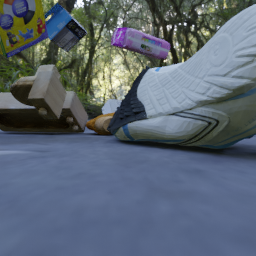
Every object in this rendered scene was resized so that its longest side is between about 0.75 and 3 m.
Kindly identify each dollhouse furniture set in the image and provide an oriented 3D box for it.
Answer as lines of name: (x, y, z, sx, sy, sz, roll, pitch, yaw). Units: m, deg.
dollhouse furniture set: (-2.096, -0.064, 4.069, 2.152, 1.844, 2.263, 1, -33, 14)

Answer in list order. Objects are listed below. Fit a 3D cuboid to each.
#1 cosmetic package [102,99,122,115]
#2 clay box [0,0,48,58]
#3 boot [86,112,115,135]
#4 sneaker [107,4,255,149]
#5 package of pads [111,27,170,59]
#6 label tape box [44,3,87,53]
cosmetic package: (-0.523, -0.743, 12.953, 1.024, 0.851, 0.857, -1, -26, -30)
clay box: (-2.955, -3.254, 7.085, 0.607, 2.551, 1.466, 32, 54, 23)
boot: (-0.026, -0.129, 4.924, 1.311, 0.461, 0.939, -6, 6, -22)
sneaker: (0.598, -0.196, 2.833, 1.031, 1.023, 2.846, 35, -17, -17)
package of pads: (0.456, -3.025, 10.054, 1.886, 0.713, 1.136, 7, 13, -33)
label tape box: (-2.402, -3.621, 10.292, 1.137, 0.499, 1.577, -40, -24, 11)
